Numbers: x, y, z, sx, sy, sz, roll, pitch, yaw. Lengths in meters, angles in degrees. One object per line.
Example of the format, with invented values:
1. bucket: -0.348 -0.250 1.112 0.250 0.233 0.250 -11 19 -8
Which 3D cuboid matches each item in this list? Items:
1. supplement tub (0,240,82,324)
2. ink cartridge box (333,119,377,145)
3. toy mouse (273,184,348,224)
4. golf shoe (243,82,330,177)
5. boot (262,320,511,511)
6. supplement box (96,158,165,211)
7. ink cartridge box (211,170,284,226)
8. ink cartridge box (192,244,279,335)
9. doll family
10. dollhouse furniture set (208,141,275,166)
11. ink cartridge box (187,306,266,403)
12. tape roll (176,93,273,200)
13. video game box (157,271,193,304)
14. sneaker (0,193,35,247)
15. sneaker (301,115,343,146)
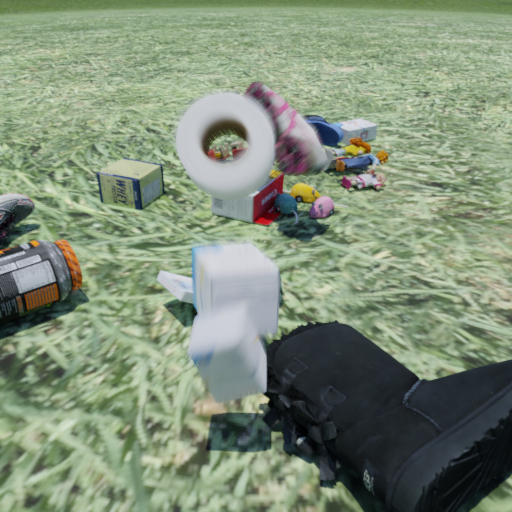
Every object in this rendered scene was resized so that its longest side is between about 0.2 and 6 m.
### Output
1. supplement tub: -3.887 0.420 9.147 1.842 1.129 1.129 -22 37 -33
2. ink cartridge box: 2.959 -3.752 16.897 1.133 0.480 0.819 -16 34 -28
3. toy mouse: 1.076 -1.199 12.584 1.878 0.363 1.669 13 30 14
4. golf shoe: 0.566 -2.557 11.484 1.123 0.885 2.438 -7 59 -47
5. boot: 1.867 1.669 7.060 3.351 1.240 2.746 -19 31 -30
6. supplement box: -2.922 -1.700 13.136 1.113 0.747 1.112 12 32 19
7. ink cartridge box: -0.012 -1.408 12.705 1.425 0.681 1.623 15 33 22
8. ink cartridge box: -0.312 0.448 7.674 0.918 0.914 1.251 -4 17 -16
9. doll family: 2.590 -2.439 14.186 1.315 0.955 2.119 -10 32 -17
10. dollhouse furniture set: -0.580 -2.518 14.754 1.885 0.767 1.014 0 26 36
11. ink cartridge box: -0.304 1.141 6.475 0.633 0.860 0.622 -14 33 12
12. tape roll: -0.441 -1.632 8.558 1.437 1.437 0.986 1 -4 1
13. video game box: -1.071 0.572 9.282 0.904 0.212 0.824 18 8 -42
14. sneaker: -5.269 -0.522 11.198 0.769 0.830 2.059 30 47 17
15. sneaker: 1.941 -3.873 16.875 0.793 0.714 2.035 -31 41 -30
